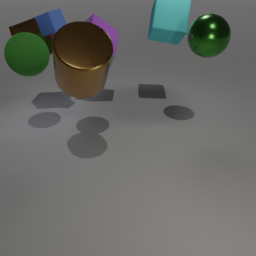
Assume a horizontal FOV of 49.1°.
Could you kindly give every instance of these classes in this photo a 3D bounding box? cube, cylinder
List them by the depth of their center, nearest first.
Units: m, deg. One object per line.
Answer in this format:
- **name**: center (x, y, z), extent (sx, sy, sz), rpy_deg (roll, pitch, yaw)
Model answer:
- **cylinder**: center (-1.156, -1.667, 7.066), extent (1.400, 1.400, 1.400), rpy_deg (4, 68, -10)
- **cube**: center (-2.717, -3.752, 9.972), extent (0.700, 0.700, 0.700), rpy_deg (-4, 27, 33)
- **cube**: center (-3.531, -3.539, 11.064), extent (1.400, 1.400, 1.400), rpy_deg (-16, 22, 10)
- **cube**: center (1.676, -4.458, 11.630), extent (1.400, 1.400, 1.400), rpy_deg (8, -2, -3)
- **cube**: center (-1.415, -3.645, 11.987), extent (1.400, 1.400, 1.400), rpy_deg (26, -31, -37)

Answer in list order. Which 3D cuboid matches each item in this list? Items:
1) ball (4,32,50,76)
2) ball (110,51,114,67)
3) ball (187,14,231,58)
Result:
- **ball**: center (-3.299, -2.402, 9.184), extent (1.400, 1.400, 1.400), rpy_deg (0, 29, 0)
- **ball**: center (-1.139, -2.269, 8.622), extent (1.400, 1.400, 1.400), rpy_deg (0, 29, 0)
- **ball**: center (2.698, -3.067, 9.368), extent (1.400, 1.400, 1.400), rpy_deg (0, 29, 0)
